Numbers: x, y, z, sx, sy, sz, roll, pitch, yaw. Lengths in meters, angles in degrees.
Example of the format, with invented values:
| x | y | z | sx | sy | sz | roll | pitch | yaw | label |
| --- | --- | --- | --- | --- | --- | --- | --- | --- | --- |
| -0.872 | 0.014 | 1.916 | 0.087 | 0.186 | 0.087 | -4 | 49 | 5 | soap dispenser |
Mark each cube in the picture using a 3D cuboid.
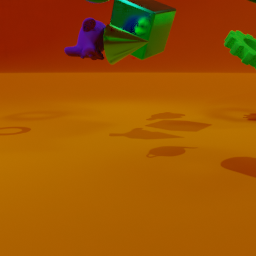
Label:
| x | y | z | sx | sy | sz | roll | pitch | yaw | label |
| --- | --- | --- | --- | --- | --- | --- | --- | --- | --- |
| 0.332 | -2.607 | 7.178 | 1.173 | 1.173 | 1.173 | 31 | 38 | 21 | cube |

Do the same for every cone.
| x | y | z | sx | sy | sz | roll | pitch | yaw | label |
| --- | --- | --- | --- | --- | --- | --- | --- | --- | --- |
| 0.033 | -1.833 | 6.051 | 0.870 | 0.867 | 0.867 | 1 | 12 | 17 | cone |

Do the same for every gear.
| x | y | z | sx | sy | sz | roll | pitch | yaw | label |
| --- | --- | --- | --- | --- | --- | --- | --- | --- | --- |
| 3.927 | -2.366 | 8.723 | 1.904 | 0.352 | 1.904 | 16 | 40 | -14 | gear |

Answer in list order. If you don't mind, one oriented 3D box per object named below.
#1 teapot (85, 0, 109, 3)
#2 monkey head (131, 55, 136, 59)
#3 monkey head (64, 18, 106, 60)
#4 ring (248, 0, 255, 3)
| x | y | z | sx | sy | sz | roll | pitch | yaw | label |
| --- | --- | --- | --- | --- | --- | --- | --- | --- | --- |
| -0.475 | -2.380 | 4.352 | 1.216 | 0.756 | 0.595 | -31 | -9 | -27 | teapot |
| 0.097 | -2.923 | 8.940 | 1.167 | 1.937 | 1.394 | 21 | -33 | -11 | monkey head |
| -0.909 | -1.973 | 6.272 | 0.993 | 0.832 | 1.381 | 2 | 5 | 0 | monkey head |
| 2.403 | -2.683 | 5.420 | 1.182 | 0.236 | 1.182 | 11 | 41 | -10 | ring |
